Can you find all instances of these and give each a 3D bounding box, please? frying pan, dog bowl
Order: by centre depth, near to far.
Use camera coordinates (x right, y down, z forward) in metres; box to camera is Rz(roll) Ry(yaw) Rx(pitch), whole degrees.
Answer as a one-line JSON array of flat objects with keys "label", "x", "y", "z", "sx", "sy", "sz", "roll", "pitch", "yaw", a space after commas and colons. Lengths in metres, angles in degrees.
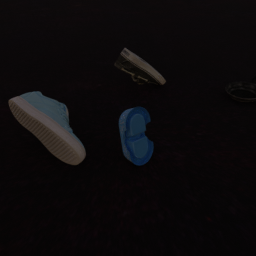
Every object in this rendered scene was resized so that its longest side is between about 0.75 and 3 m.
[{"label": "dog bowl", "x": 0.170, "y": 0.173, "z": 6.413, "sx": 0.754, "sy": 1.352, "sz": 0.335, "roll": -20, "pitch": 20, "yaw": -37}, {"label": "frying pan", "x": 4.036, "y": -1.451, "z": 9.762, "sx": 1.224, "sy": 0.329, "sz": 2.023, "roll": 8, "pitch": 37, "yaw": 15}]

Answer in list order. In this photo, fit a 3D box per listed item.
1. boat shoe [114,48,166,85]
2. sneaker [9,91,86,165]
[{"label": "boat shoe", "x": 0.438, "y": -1.953, "z": 9.756, "sx": 2.301, "sy": 0.732, "sz": 0.813, "roll": 23, "pitch": 23, "yaw": -44}, {"label": "sneaker", "x": -1.765, "y": -0.200, "z": 6.825, "sx": 2.640, "sy": 0.976, "sz": 1.082, "roll": 37, "pitch": 54, "yaw": 24}]
